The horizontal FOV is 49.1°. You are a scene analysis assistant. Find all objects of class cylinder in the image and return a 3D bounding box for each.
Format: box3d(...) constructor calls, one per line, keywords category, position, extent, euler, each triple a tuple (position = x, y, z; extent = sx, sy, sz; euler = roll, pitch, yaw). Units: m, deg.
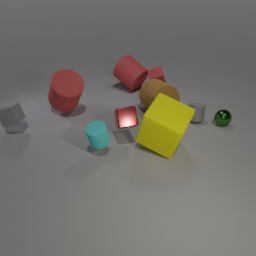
box3d(category="cylinder", position=(0.145, -2.966, 15.109), extent=(1.400, 1.400, 1.400), euler=(43, 43, 13))
box3d(category="cylinder", position=(1.378, -1.383, 12.521), extent=(1.400, 1.400, 1.400), euler=(-10, 22, -17))
box3d(category="cylinder", position=(-1.017, 0.230, 9.436), extent=(0.700, 0.700, 0.700), euler=(-7, 44, 7))
box3d(category="cylinder", position=(2.941, -0.681, 12.059), extent=(0.700, 0.700, 0.700), euler=(5, 17, -1))
box3d(category="cylinder", position=(-2.738, -1.620, 12.283), extent=(1.400, 1.400, 1.400), euler=(8, 64, -18))

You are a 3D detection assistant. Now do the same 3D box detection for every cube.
box3d(category="cube", position=(-0.078, -0.355, 10.002), extent=(0.700, 0.700, 0.700), euler=(-10, -3, -10))
box3d(category="cube", position=(1.282, -0.078, 9.750), extent=(1.400, 1.400, 1.400), euler=(27, 49, 10))
box3d(category="cube", position=(-4.583, -0.527, 10.972), extent=(0.700, 0.700, 0.700), euler=(-14, 21, 9))
box3d(category="cube", position=(1.491, -2.619, 14.436), extent=(0.700, 0.700, 0.700), euler=(-19, 54, 13))

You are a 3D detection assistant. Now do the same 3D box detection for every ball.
box3d(category="ball", position=(3.985, -0.434, 11.743), extent=(0.700, 0.700, 0.700), euler=(0, 29, 0))
